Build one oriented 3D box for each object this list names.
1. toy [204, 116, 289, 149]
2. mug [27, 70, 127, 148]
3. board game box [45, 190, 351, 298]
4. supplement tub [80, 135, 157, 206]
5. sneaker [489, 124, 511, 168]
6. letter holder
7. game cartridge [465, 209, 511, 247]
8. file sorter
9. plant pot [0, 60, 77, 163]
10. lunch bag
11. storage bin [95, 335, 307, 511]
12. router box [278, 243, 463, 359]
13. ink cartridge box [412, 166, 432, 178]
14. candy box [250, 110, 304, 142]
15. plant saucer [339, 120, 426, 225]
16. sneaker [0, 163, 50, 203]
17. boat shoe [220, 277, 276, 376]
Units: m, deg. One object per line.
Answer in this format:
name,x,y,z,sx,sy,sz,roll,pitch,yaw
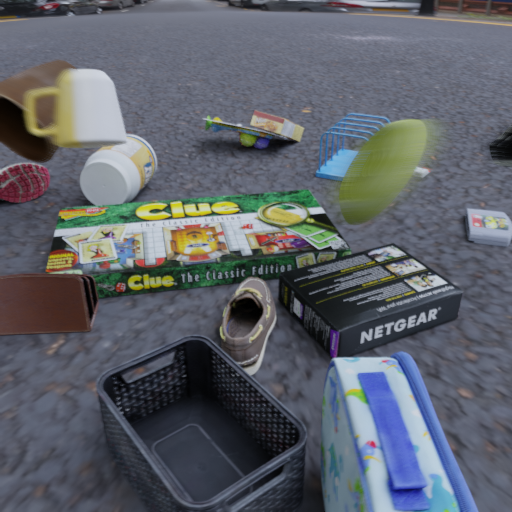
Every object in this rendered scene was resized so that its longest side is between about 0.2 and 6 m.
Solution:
toy,-0.317,-3.469,16.216,2.431,0.574,1.400,17,12,3
mug,-2.849,-2.384,9.089,1.403,1.152,1.124,-10,10,-41
board game box,-1.171,-0.341,10.964,5.387,0.632,2.822,-6,29,-11
supplement tub,-3.187,-1.961,13.027,1.315,1.315,1.818,5,30,8
sneaker,4.699,-2.083,8.608,1.124,2.563,0.970,-4,65,-21
letter holder,-3.390,0.577,8.842,1.531,1.088,0.770,-2,30,-3
game cartridge,4.896,-0.616,11.780,0.883,0.271,1.327,11,32,11
file sorter,2.581,-2.848,14.664,1.390,1.229,2.004,13,33,23
plant pot,-4.287,-3.098,11.282,1.667,1.667,1.783,14,56,23
lunch bag,1.207,2.210,5.083,1.019,1.987,2.472,-4,29,-1
storage bin,-0.654,2.062,6.312,1.525,1.057,2.255,-21,35,-32
router box,1.822,0.648,9.181,2.409,0.615,1.797,-14,33,-22
ink cartridge box,4.250,-2.296,14.766,0.582,0.181,0.723,20,37,30
candy box,0.634,-3.755,16.272,0.979,0.469,1.695,21,12,21
plant saucer,1.471,-1.082,6.903,0.233,1.500,1.500,30,26,-16
sneaker,-5.971,-1.684,12.953,2.296,0.925,0.857,-18,32,-27
boat shoe,-0.123,0.910,8.690,0.792,0.656,2.205,4,30,8
